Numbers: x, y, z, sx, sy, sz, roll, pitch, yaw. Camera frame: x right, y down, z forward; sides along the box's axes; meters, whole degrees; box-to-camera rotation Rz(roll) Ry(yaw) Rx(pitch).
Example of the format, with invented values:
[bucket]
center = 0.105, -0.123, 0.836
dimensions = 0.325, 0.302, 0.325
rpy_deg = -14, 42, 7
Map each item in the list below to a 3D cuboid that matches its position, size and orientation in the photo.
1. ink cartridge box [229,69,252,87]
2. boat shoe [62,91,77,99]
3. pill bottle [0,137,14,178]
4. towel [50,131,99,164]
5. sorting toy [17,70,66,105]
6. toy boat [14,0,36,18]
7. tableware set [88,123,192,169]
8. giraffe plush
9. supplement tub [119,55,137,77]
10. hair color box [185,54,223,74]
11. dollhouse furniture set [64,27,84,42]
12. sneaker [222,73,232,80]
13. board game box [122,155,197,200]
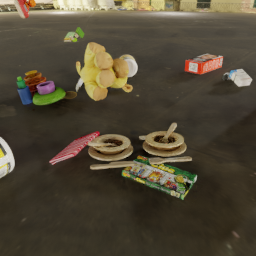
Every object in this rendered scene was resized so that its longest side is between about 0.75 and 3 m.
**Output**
[ink cartridge box]
center = 4.715, -2.110, 11.759
dimensions = 0.564, 0.326, 0.772
rpy_deg = -9, 47, -14
[boat shoe]
center = -2.312, -1.237, 10.321
dimensions = 0.836, 0.306, 0.271
rpy_deg = -7, 33, -13
[pill bottle]
center = -3.256, 0.865, 5.522
dimensions = 0.969, 0.969, 1.740
rpy_deg = 15, 30, 27
[towel]
center = -1.263, 0.471, 6.803
dimensions = 0.854, 0.133, 1.180
rpy_deg = -21, 15, 33
[sorting toy]
center = -3.238, -1.520, 9.948
dimensions = 1.363, 0.931, 2.269
rpy_deg = -29, 32, -29
[toy boat]
center = -3.103, -3.752, 8.541
dimensions = 0.591, 0.590, 0.904
rpy_deg = -23, 39, -7
[tableware set]
center = 0.239, 0.327, 6.914
dimensions = 2.433, 0.488, 1.608
rpy_deg = -4, 21, -7
[giraffe plush]
center = -0.727, -2.010, 10.677
dimensions = 1.870, 1.990, 2.306
rpy_deg = -7, -9, -34
[supplement tub]
center = -0.046, -2.896, 12.926
dimensions = 0.849, 0.849, 1.174
rpy_deg = -2, 28, -5
[hair color box]
center = 3.742, -3.166, 13.755
dimensions = 1.875, 0.574, 0.951
rpy_deg = -24, 35, -39
[dollhouse furniture set]
center = -1.840, -3.079, 9.196
dimensions = 0.789, 0.305, 0.394
rpy_deg = 7, 67, 33
[sneaker]
center = 4.547, -2.214, 12.216
dimensions = 0.845, 0.317, 0.488
rpy_deg = -14, 33, -28
[board game box]
center = 0.676, 1.031, 6.099
dimensions = 1.455, 0.171, 0.762
rpy_deg = 16, 30, 28
